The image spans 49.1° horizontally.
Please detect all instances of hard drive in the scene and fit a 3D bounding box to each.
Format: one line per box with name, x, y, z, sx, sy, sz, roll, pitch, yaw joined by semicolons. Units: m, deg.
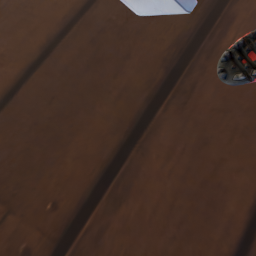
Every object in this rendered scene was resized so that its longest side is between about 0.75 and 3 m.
hard drive;0.132;-2.022;3.981;1.098;1.665;0.219;31;97;-28

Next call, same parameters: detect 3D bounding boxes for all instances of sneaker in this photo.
sneaker;2.285;-1.156;4.054;2.065;1.009;0.730;-29;72;11
